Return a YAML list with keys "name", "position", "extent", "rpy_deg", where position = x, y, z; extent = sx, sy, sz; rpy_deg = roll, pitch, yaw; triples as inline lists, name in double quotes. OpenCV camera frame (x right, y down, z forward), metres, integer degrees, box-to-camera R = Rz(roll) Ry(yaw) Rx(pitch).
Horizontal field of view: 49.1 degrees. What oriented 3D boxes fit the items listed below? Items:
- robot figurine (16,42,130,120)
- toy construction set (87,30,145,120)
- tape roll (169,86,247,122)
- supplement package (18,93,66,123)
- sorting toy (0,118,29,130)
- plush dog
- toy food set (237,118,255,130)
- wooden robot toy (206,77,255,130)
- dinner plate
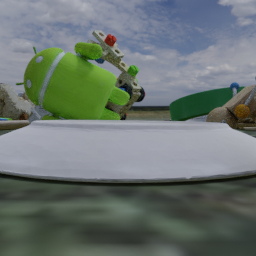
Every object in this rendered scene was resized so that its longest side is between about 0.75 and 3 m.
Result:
- name: "robot figurine"
  position: [-0.725, -0.523, 3.778]
  extent: [1.446, 1.269, 0.836]
  rpy_deg: [25, 0, -6]
- name: "toy construction set"
  position: [-0.564, -1.032, 6.966]
  extent: [1.220, 1.736, 2.647]
  rpy_deg: [-15, -27, -32]
- name: "tape roll"
  position: [2.535, -0.579, 8.339]
  extent: [2.555, 0.614, 2.555]
  rpy_deg: [-6, -7, -1]
- name: "supplement package"
  position: [-3.644, -0.905, 13.100]
  extent: [2.452, 1.359, 1.909]
  rpy_deg: [1, 3, -8]
- name: "sorting toy"
  position: [-3.762, -0.140, 6.899]
  extent: [1.963, 0.358, 1.817]
  rpy_deg: [0, 2, 13]
- name: "plush dog"
  position: [-3.844, -0.520, 9.076]
  extent: [1.499, 1.400, 1.745]
  rpy_deg: [-20, -15, 29]
- name: "toy food set"
  position: [3.459, -0.204, 7.102]
  extent: [1.596, 0.464, 2.311]
  rpy_deg: [0, 2, 10]
- name: "wooden robot toy"
  position: [1.667, -0.099, 4.126]
  extent: [1.007, 0.978, 2.219]
  rpy_deg: [-35, -1, 6]
- name: "dinner plate"
  position: [0.012, 0.085, 2.575]
  extent: [2.575, 0.312, 2.575]
  rpy_deg: [1, 3, 0]
